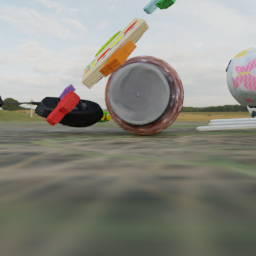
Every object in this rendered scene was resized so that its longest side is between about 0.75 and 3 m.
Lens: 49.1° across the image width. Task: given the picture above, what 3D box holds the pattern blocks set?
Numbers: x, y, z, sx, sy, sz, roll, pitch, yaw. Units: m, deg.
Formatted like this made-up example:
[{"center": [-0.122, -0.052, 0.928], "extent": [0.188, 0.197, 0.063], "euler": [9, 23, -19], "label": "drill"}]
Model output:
[{"center": [-0.211, -0.980, 3.702], "extent": [2.032, 0.165, 1.786], "euler": [-40, 22, 19], "label": "pattern blocks set"}]

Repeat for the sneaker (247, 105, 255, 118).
[{"center": [4.434, -1.050, 7.791], "extent": [2.309, 0.922, 1.503], "euler": [-1, -43, 42], "label": "sneaker"}]

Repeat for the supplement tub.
[{"center": [0.253, -0.413, 3.763], "extent": [0.981, 0.981, 1.834], "euler": [0, 5, 10], "label": "supplement tub"}]

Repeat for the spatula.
[{"center": [2.338, -0.070, 4.641], "extent": [2.125, 0.171, 1.478], "euler": [-3, 7, 28], "label": "spatula"}]

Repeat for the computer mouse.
[{"center": [-1.426, -0.226, 4.008], "extent": [2.194, 0.373, 0.643], "euler": [4, 24, -16], "label": "computer mouse"}]

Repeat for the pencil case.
[{"center": [2.126, -0.663, 3.349], "extent": [0.751, 0.819, 1.806], "euler": [38, -16, -32], "label": "pencil case"}]

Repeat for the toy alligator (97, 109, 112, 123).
[{"center": [-0.777, -0.378, 9.704], "extent": [0.449, 0.410, 1.513], "euler": [35, 22, 35], "label": "toy alligator"}]
